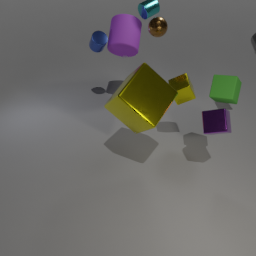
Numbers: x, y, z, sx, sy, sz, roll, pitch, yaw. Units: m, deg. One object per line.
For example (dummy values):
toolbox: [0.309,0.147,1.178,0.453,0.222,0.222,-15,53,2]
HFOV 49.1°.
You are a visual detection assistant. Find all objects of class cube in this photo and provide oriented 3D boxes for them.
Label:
cube: [0.371,-0.853,8.573,1.400,1.400,1.400,-54,12,-19]
cube: [1.903,-1.370,9.887,0.700,0.700,0.700,-20,47,21]
cube: [2.730,-0.179,8.610,0.700,0.700,0.700,-7,-7,30]
cube: [2.957,-1.165,8.485,0.700,0.700,0.700,12,-1,32]

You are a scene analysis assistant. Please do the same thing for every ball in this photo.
ball: [1.072,-3.615,10.040,0.700,0.700,0.700,0,32,0]

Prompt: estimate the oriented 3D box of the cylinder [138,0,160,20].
cylinder: [0.897,-5.166,12.099,0.700,0.700,0.700,-34,42,-16]

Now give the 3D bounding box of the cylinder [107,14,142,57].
cylinder: [-0.149,-4.116,12.573,1.400,1.400,1.400,8,-8,1]

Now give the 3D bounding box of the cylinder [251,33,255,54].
cylinder: [5.001,-3.136,10.384,0.700,0.700,0.700,0,53,1]

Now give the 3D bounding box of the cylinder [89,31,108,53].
cylinder: [-1.314,-3.802,12.351,0.700,0.700,0.700,-14,-8,-21]
